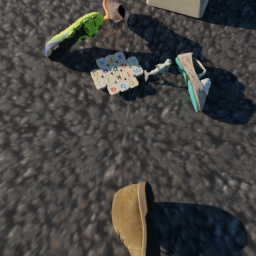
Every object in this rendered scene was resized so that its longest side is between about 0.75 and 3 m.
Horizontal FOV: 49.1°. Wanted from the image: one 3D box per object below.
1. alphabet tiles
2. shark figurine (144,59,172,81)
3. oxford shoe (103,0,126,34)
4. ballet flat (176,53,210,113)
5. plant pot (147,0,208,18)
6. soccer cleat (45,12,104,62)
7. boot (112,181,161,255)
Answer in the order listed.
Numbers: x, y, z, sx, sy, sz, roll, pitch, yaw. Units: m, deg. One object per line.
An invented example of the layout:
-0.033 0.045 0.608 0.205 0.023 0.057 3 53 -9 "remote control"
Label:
-0.343 -1.699 8.630 1.520 0.111 1.487 -21 62 -8 "alphabet tiles"
0.968 -1.668 8.354 0.979 0.408 0.585 -30 25 -1 "shark figurine"
-0.368 -3.725 8.953 0.652 0.638 1.789 -24 51 23 "oxford shoe"
2.003 -1.422 8.185 0.678 0.686 2.016 -18 67 7 "ballet flat"
1.923 -5.282 9.328 2.022 1.793 2.025 20 65 11 "plant pot"
-1.709 -2.899 8.587 2.132 0.689 0.892 -35 50 10 "soccer cleat"
0.174 2.466 6.277 0.909 0.887 2.409 -14 60 18 "boot"
